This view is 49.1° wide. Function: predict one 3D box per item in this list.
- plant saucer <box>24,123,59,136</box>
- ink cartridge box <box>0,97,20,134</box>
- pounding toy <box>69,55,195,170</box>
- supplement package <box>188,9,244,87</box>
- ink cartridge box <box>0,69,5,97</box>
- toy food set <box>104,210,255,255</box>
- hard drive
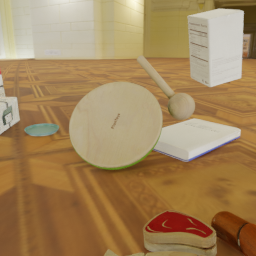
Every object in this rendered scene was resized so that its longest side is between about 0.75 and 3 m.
[{"bbox_3d":[-2.295,0.053,7.489,0.892,0.122,0.892,0,18,0],"label":"plant saucer"},{"bbox_3d":[-3.935,-0.311,7.546,1.341,0.772,1.837,0,17,0],"label":"ink cartridge box"},{"bbox_3d":[0.035,-0.075,5.970,2.433,1.129,1.878,-40,63,-9],"label":"pounding toy"},{"bbox_3d":[2.610,-2.426,8.425,1.152,1.970,1.156,-17,29,-12],"label":"supplement package"},{"bbox_3d":[-5.505,-1.781,11.307,0.590,1.409,1.017,-20,26,-40],"label":"ink cartridge box"},{"bbox_3d":[1.309,1.381,2.724,2.901,0.457,1.844,1,15,29],"label":"toy food set"},{"bbox_3d":[1.506,0.204,6.716,2.160,0.274,1.425,-15,23,-41],"label":"hard drive"}]
